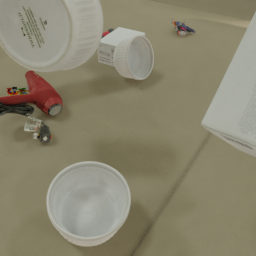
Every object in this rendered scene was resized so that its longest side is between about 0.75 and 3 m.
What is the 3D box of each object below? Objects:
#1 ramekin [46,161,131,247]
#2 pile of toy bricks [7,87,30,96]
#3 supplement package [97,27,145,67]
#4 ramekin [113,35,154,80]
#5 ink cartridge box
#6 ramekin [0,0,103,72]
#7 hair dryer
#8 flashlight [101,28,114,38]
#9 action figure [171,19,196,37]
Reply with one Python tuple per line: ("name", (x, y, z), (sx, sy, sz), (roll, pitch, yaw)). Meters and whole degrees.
("ramekin", (-0.757, 1.509, 5.462), (1.561, 0.819, 1.561), (5, 50, -6))
("pile of toy bricks", (-3.337, -1.023, 8.779), (0.905, 0.447, 0.502), (-13, 30, -42))
("supplement package", (-0.232, -3.094, 10.759), (1.226, 0.873, 1.575), (21, 46, 22))
("ramekin", (0.164, -2.377, 9.572), (0.764, 1.455, 1.455), (9, 38, 41))
("ink cartridge box", (2.603, -0.699, 4.626), (1.045, 2.491, 2.187), (27, 3, 43))
("ramekin", (-1.603, -2.044, 5.383), (2.105, 2.105, 0.981), (9, 28, 10))
("hair dryer", (-2.823, -0.868, 7.872), (2.020, 0.721, 2.652), (25, 32, -20))
("flashlight", (-1.037, -4.155, 12.362), (1.016, 0.345, 0.344), (-32, 52, -30))
("action figure", (2.465, -4.488, 12.752), (1.126, 0.589, 1.090), (18, 44, -22))
